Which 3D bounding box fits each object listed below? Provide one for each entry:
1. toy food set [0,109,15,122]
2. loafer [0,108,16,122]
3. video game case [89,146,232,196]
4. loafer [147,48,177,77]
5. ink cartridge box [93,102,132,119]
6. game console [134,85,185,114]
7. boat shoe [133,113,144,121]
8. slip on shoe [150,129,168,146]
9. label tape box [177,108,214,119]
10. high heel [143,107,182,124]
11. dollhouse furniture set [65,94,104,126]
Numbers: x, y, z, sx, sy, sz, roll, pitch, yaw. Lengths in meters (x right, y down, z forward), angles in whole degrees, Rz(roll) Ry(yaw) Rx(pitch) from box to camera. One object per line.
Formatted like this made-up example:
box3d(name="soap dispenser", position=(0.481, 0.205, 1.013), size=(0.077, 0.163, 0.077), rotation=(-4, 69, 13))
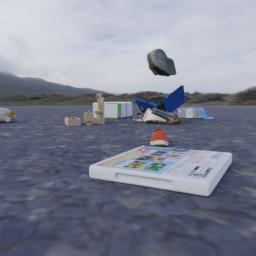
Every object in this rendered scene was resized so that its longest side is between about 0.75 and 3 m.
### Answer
box3d(name="toy food set", position=(-6.265, -0.585, 13.563), size=(1.464, 0.699, 0.659), rotation=(-5, 7, -22))
box3d(name="loafer", position=(-6.952, -0.648, 14.380), size=(2.430, 0.874, 0.764), rotation=(6, -10, 12))
box3d(name="video game case", position=(0.639, 0.594, 4.566), size=(1.761, 0.229, 1.934), rotation=(3, 7, 28))
box3d(name="loafer", position=(1.290, -2.536, 11.669), size=(0.929, 1.003, 2.666), rotation=(-15, -7, 23))
box3d(name="ink cartridge box", position=(-0.907, -1.140, 17.569), size=(1.682, 0.971, 2.303), rotation=(3, 6, 24))
box3d(name="game console", position=(1.674, -1.431, 14.338), size=(2.077, 1.440, 2.434), rotation=(20, -10, 17))
box3d(name="boat shoe", position=(0.619, -0.608, 15.111), size=(0.430, 0.431, 1.192), rotation=(-2, 6, -21))
box3d(name="slip on shoe", position=(0.807, 0.243, 7.211), size=(0.458, 0.378, 1.235), rotation=(2, 8, 6))
box3d(name="label tape box", position=(4.155, -0.915, 17.144), size=(1.970, 0.624, 1.421), rotation=(2, 6, 23))
box3d(name="high heel", position=(1.599, -0.433, 13.574), size=(1.500, 0.751, 2.105), rotation=(20, -9, -11))
box3d(name="dollhouse furniture set", position=(-2.020, -0.896, 13.040), size=(1.753, 1.428, 1.667), rotation=(-2, 6, -18))
